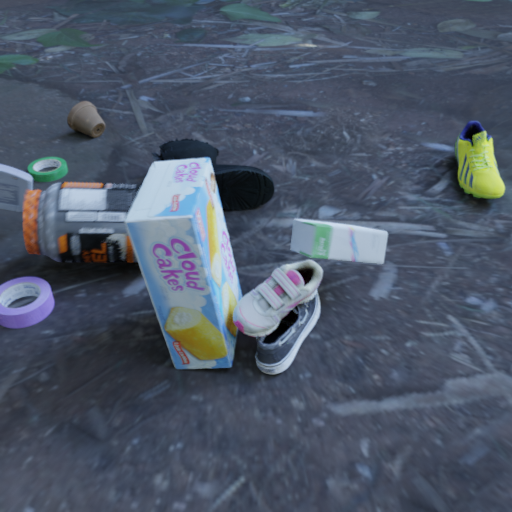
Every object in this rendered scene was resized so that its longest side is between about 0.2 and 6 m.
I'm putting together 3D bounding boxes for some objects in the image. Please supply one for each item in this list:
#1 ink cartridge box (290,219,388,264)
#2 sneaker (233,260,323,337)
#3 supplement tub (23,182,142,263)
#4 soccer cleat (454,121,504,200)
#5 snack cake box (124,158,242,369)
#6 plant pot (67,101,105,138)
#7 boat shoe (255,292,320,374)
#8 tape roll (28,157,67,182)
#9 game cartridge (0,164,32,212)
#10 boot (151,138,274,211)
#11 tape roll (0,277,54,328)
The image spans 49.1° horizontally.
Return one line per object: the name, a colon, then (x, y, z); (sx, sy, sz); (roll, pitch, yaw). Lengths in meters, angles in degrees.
ink cartridge box: (1.357, -0.243, 9.282); (1.322, 0.578, 0.960); (3, 7, -18)
sneaker: (0.340, 0.526, 8.227); (0.685, 0.743, 1.685); (44, 54, 16)
supplement tub: (-2.817, -0.586, 9.972); (2.324, 1.424, 1.424); (0, 37, -10)
soccer cleat: (5.010, -2.188, 12.642); (0.836, 1.082, 2.586); (3, 38, 4)
snack cake box: (-0.928, 0.155, 8.181); (0.919, 2.736, 1.574); (-4, 37, 10)
plant pot: (-4.381, -3.492, 14.671); (0.744, 0.853, 0.853); (41, 51, 17)
boat shoe: (0.490, 0.930, 8.869); (0.723, 0.684, 2.017); (9, 38, 24)
tape roll: (-4.895, -2.035, 13.168); (0.866, 0.208, 0.866); (0, 37, 0)
game cartridge: (-5.016, -1.340, 10.768); (1.377, 0.918, 0.279); (10, 41, -10)
boot: (-1.012, -1.870, 12.426); (2.593, 0.960, 2.125); (-5, 34, -5)
tape roll: (-3.935, 0.773, 9.430); (0.966, 0.317, 0.966); (0, 37, 0)
